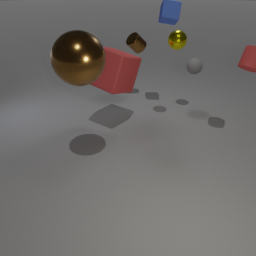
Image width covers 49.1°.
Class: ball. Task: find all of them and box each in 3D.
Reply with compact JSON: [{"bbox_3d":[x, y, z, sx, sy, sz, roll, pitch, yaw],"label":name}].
[{"bbox_3d":[2.919,-2.710,12.288,0.700,0.700,0.700,0,28,0],"label":"ball"},{"bbox_3d":[1.803,-3.203,10.209,0.700,0.700,0.700,0,28,0],"label":"ball"},{"bbox_3d":[-1.269,-1.777,7.194,1.400,1.400,1.400,0,28,0],"label":"ball"}]

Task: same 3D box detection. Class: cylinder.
[{"bbox_3d":[4.133,-2.295,9.320,0.700,0.700,0.700,20,8,-3],"label":"cylinder"},{"bbox_3d":[0.385,-3.936,12.970,0.700,0.700,0.700,31,2,-44],"label":"cylinder"}]

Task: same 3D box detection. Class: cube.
[{"bbox_3d":[1.629,-4.516,10.936,0.700,0.700,0.700,8,3,-4],"label":"cube"},{"bbox_3d":[-0.563,-2.193,10.575,1.400,1.400,1.400,26,22,25],"label":"cube"}]
